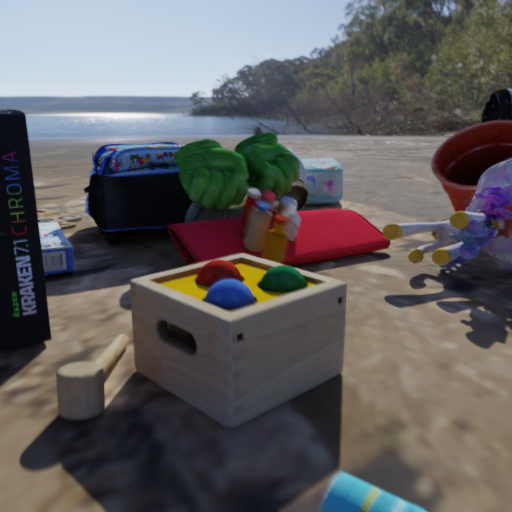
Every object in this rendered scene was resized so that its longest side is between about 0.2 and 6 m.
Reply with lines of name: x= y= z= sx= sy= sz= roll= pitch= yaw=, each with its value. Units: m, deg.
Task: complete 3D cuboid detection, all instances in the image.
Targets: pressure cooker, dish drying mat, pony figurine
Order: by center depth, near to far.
pony figurine: x=3.386 y=-0.454 z=8.534 sx=2.228 sy=1.855 sz=2.150 roll=-13 pitch=2 yaw=-41
dish drying mat: x=0.471 y=-0.277 z=9.517 sx=3.692 sy=0.336 sz=1.418 roll=-9 pitch=40 yaw=-29
pressure cooker: x=8.601 y=-3.500 z=16.848 sx=3.306 sy=2.908 sz=2.953 roll=5 pitch=-21 yaw=8

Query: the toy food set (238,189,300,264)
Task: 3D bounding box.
toy food set: x=0.258 y=-0.680 z=8.962 sx=0.884 sy=0.833 sz=1.852 roll=17 pitch=34 yaw=7

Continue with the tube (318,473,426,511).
tube: x=1.054 y=1.674 z=3.066 sx=1.454 sy=0.366 sz=0.563 roll=15 pitch=34 yaw=31

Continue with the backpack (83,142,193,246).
backpack: x=-2.318 y=-1.407 z=11.574 sx=2.483 sy=1.830 sz=2.720 roll=-8 pitch=15 yaw=-25

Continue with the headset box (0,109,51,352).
headset box: x=-3.783 y=-0.170 z=5.606 sx=2.869 sy=2.498 sz=1.331 roll=-9 pitch=18 yaw=-31

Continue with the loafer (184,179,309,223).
loafer: x=0.054 y=-0.779 z=11.002 sx=1.106 sy=1.195 sz=3.177 roll=40 pitch=41 yaw=26

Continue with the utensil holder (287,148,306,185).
utensil holder: x=0.130 y=-1.763 z=13.289 sx=1.587 sy=1.587 sz=1.868 roll=7 pitch=17 yaw=24

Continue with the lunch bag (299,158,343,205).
lunch bag: x=1.205 y=-2.091 z=15.485 sx=2.230 sy=1.072 sz=2.781 roll=-2 pitch=15 yaw=1

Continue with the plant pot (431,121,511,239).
plant pot: x=4.215 y=-1.153 z=9.981 sx=1.787 sy=1.738 sz=1.787 roll=-18 pitch=40 yaw=16

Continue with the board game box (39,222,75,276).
board game box: x=-4.245 y=-0.062 z=9.079 sx=2.233 sy=0.484 sz=2.222 roll=-7 pitch=17 yaw=-23

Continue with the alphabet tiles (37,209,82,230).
alphabet tiles: x=-5.565 y=-0.660 z=12.031 sx=2.646 sy=0.101 sz=3.180 roll=11 pitch=19 yaw=36

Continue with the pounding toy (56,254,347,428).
pounding toy: x=-0.726 y=0.648 z=5.295 sx=2.399 sy=1.098 sz=2.108 roll=-14 pitch=20 yaw=-42

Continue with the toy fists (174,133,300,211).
toy fists: x=-0.250 y=-1.527 z=10.066 sx=2.372 sy=1.209 sz=0.816 roll=-14 pitch=-20 yaw=-33
